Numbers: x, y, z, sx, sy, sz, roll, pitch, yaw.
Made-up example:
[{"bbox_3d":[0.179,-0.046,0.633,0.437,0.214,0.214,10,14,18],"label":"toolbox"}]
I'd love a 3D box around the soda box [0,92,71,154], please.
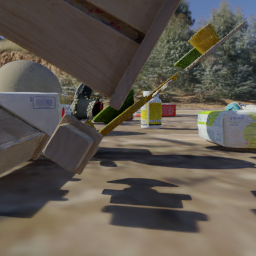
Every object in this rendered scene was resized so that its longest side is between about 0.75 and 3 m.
[{"bbox_3d":[-2.336,-0.105,4.285,2.794,0.890,0.952,1,5,-2],"label":"soda box"}]

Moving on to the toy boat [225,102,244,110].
[{"bbox_3d":[2.923,-0.248,8.012,0.435,0.787,0.937,-13,-18,-33],"label":"toy boat"}]

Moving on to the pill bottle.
[{"bbox_3d":[0.682,-0.528,8.174,0.602,1.070,0.602,0,5,0],"label":"pill bottle"}]

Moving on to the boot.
[{"bbox_3d":[-1.388,-1.011,10.282,1.395,1.848,0.667,-1,-32,40],"label":"boot"}]

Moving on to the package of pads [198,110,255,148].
[{"bbox_3d":[2.291,-0.010,4.916,1.803,0.615,1.393,-1,4,-2],"label":"package of pads"}]

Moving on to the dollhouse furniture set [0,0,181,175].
[{"bbox_3d":[-0.977,-1.092,2.757,2.535,2.973,1.451,31,6,0],"label":"dollhouse furniture set"}]

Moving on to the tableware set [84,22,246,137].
[{"bbox_3d":[0.291,-0.641,4.249,2.787,0.428,1.878,-39,2,-4],"label":"tableware set"}]

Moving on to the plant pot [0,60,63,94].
[{"bbox_3d":[-2.638,-0.625,7.126,1.843,1.843,1.237,-1,33,-9],"label":"plant pot"}]

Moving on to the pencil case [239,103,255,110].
[{"bbox_3d":[3.752,-0.333,7.725,0.832,0.724,1.860,25,-9,-31],"label":"pencil case"}]

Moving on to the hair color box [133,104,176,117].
[{"bbox_3d":[1.509,-1.026,15.908,2.355,0.721,1.195,-3,6,-37],"label":"hair color box"}]

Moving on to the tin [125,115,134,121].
[{"bbox_3d":[-0.217,-0.514,11.908,0.718,0.268,1.282,-14,15,-17],"label":"tin"}]
